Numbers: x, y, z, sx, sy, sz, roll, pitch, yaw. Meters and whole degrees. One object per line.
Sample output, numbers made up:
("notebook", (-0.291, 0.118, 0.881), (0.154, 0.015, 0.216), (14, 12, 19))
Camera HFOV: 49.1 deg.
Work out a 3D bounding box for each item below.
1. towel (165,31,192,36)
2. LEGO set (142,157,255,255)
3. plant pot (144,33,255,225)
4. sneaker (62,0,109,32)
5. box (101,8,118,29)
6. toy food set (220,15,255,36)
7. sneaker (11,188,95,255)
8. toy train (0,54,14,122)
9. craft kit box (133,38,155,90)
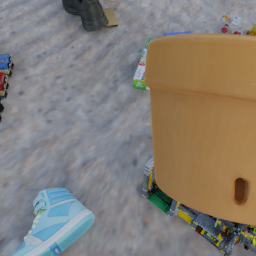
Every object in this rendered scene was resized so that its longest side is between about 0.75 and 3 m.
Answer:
("towel", (1.797, -2.809, 9.432), (0.992, 0.163, 1.370), (-2, 53, -1))
("LEGO set", (1.621, 1.025, 5.591), (2.181, 1.643, 2.837), (-35, 60, -24))
("plant pot", (1.256, 0.012, 3.345), (2.383, 2.383, 1.668), (12, 98, 9))
("sneaker", (-1.663, -4.684, 10.038), (1.137, 1.359, 2.994), (-32, 53, -13))
("box", (-0.916, -4.073, 10.410), (0.939, 0.122, 1.149), (-9, 53, -6))
("toy food set", (3.660, -3.307, 9.506), (1.300, 0.620, 0.585), (28, 58, 13))
("sneaker", (-1.733, 1.927, 5.504), (1.878, 0.747, 1.226), (-30, 60, -32))
("toy train", (-3.684, -1.253, 7.968), (0.453, 0.608, 2.655), (-4, 53, -4))
("craft kit box", (1.301, -1.841, 8.475), (1.903, 0.468, 1.927), (13, 58, 7))
